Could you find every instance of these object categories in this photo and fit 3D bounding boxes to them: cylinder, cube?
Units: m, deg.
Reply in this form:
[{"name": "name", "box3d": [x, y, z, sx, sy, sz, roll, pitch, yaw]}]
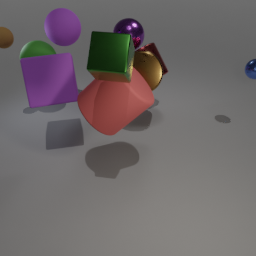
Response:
[{"name": "cylinder", "box3d": [0.525, -1.927, 9.824, 1.400, 1.400, 1.400, 4, 10, 6]}, {"name": "cylinder", "box3d": [0.806, -2.683, 11.951, 1.400, 1.400, 1.400, -28, 7, 4]}, {"name": "cylinder", "box3d": [-0.303, -0.754, 7.033, 1.400, 1.400, 1.400, -38, 20, 24]}, {"name": "cube", "box3d": [-2.320, -1.470, 8.579, 1.400, 1.400, 1.400, -9, 12, -8]}, {"name": "cube", "box3d": [-0.290, -1.271, 5.108, 0.700, 0.700, 0.700, 7, -4, 8]}]

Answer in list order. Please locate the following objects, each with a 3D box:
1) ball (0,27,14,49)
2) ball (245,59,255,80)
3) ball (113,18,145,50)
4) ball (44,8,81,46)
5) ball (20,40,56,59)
[{"name": "ball", "box3d": [-4.222, -3.039, 9.429, 0.700, 0.700, 0.700, 0, 30, 0]}, {"name": "ball", "box3d": [4.384, -2.021, 9.622, 0.700, 0.700, 0.700, 0, 30, 0]}, {"name": "ball", "box3d": [0.025, -4.070, 12.276, 1.400, 1.400, 1.400, 0, 30, 0]}, {"name": "ball", "box3d": [-2.530, -3.914, 10.907, 1.400, 1.400, 1.400, 0, 30, 0]}, {"name": "ball", "box3d": [-3.460, -2.678, 10.895, 1.400, 1.400, 1.400, 0, 30, 0]}]
